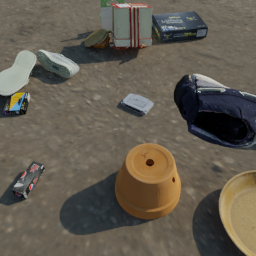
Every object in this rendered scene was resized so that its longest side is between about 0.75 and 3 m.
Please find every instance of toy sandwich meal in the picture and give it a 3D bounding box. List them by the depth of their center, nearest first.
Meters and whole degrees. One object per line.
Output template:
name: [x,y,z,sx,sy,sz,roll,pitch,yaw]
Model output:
toy sandwich meal: [-1.262,-3.671,11.658,1.203,0.412,1.203,-22,41,20]

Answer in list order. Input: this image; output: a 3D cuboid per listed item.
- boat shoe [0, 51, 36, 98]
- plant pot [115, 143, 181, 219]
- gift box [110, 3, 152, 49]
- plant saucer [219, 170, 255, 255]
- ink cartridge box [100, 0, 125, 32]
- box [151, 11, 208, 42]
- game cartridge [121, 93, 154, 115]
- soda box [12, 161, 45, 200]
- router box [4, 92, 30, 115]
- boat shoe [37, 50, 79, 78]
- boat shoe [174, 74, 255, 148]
boat shoe: [-3.832,-1.739,9.677,0.887,0.708,2.346,27,46,-8]
plant pot: [0.483,1.144,6.605,1.627,1.139,1.627,0,48,0]
gift box: [0.056,-3.941,11.047,1.637,1.657,1.775,-3,31,-5]
plant saucer: [3.203,2.046,6.228,2.399,0.425,2.399,0,46,0]
ink cartridge box: [-0.676,-4.961,12.168,1.085,1.491,0.357,-9,47,-9]
box: [2.229,-4.522,12.404,2.112,0.539,1.665,-7,46,-7]
game cartridge: [0.324,-0.799,9.126,0.934,0.189,0.623,26,55,23]
soda box: [-2.479,1.298,7.035,0.331,0.296,0.934,14,48,13]
router box: [-3.581,-0.791,9.073,0.646,0.221,0.866,-4,47,-3]
boat shoe: [-2.594,-2.421,10.423,1.855,0.647,0.661,31,42,22]
boat shoe: [1.589,-0.013,3.592,2.057,0.768,0.954,15,31,-6]
